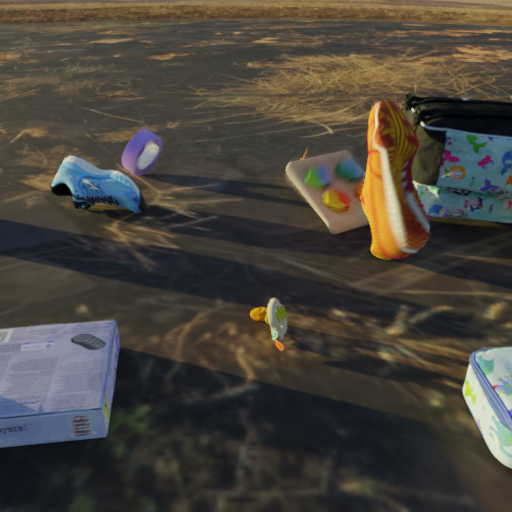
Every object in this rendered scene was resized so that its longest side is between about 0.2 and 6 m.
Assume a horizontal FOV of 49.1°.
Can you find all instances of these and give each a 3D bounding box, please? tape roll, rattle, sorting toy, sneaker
[{"bbox_3d":[-2.530,-2.286,12.462,0.325,0.990,0.990,35,38,12],"label":"tape roll"},{"bbox_3d":[0.125,0.932,7.264,0.530,0.483,0.742,-2,48,10],"label":"rattle"},{"bbox_3d":[1.616,-1.283,10.575,1.590,0.313,1.718,-16,60,-28],"label":"sorting toy"},{"bbox_3d":[2.059,-1.266,9.102,0.990,2.712,1.046,11,-19,-30],"label":"sneaker"},{"bbox_3d":[-3.083,-1.171,10.916,2.108,0.826,0.948,19,61,21],"label":"sneaker"}]

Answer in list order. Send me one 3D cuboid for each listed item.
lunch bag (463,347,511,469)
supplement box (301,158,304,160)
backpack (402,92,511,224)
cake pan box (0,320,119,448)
[{"bbox_3d":[3.148,1.534,5.744,1.705,0.703,1.371,-1,31,0],"label":"lunch bag"},{"bbox_3d":[1.130,-1.733,11.985,0.440,0.437,0.803,14,26,-7],"label":"supplement box"},{"bbox_3d":[4.274,-1.866,10.418,2.936,2.210,2.606,-1,26,5],"label":"backpack"},{"bbox_3d":[-2.487,1.385,6.261,1.764,0.461,1.625,-4,26,-8],"label":"cake pan box"}]
